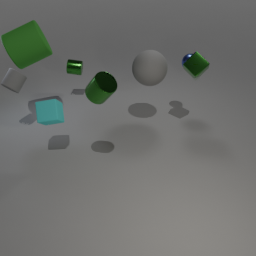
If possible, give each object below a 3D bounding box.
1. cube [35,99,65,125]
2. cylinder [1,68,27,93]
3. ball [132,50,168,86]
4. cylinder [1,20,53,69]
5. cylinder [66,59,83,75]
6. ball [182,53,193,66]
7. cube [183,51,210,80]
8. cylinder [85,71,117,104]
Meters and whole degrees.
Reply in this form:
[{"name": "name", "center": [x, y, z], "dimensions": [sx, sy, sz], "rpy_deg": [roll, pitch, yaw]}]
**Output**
[{"name": "cube", "center": [-2.605, -0.517, 9.384], "dimensions": [0.700, 0.700, 0.700], "rpy_deg": [-9, -7, 4]}, {"name": "cylinder", "center": [-4.283, -1.771, 10.529], "dimensions": [0.700, 0.700, 0.700], "rpy_deg": [21, 81, 31]}, {"name": "ball", "center": [0.860, -2.359, 11.058], "dimensions": [1.400, 1.400, 1.400], "rpy_deg": [0, 31, 0]}, {"name": "cylinder", "center": [-3.869, -3.198, 10.797], "dimensions": [1.400, 1.400, 1.400], "rpy_deg": [-27, 35, -2]}, {"name": "cylinder", "center": [-2.594, -2.967, 13.690], "dimensions": [0.700, 0.700, 0.700], "rpy_deg": [7, 31, -3]}, {"name": "ball", "center": [2.571, -2.718, 11.564], "dimensions": [0.700, 0.700, 0.700], "rpy_deg": [0, 31, 0]}, {"name": "cube", "center": [2.600, -2.362, 10.700], "dimensions": [0.700, 0.700, 0.700], "rpy_deg": [47, 9, 10]}, {"name": "cylinder", "center": [-0.761, -1.123, 7.898], "dimensions": [0.700, 0.700, 0.700], "rpy_deg": [15, 60, -27]}]
